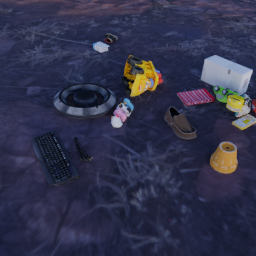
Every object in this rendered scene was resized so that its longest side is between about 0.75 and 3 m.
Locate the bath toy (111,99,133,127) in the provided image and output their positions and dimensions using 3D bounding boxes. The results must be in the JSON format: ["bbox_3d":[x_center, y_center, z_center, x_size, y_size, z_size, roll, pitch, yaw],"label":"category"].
[{"bbox_3d":[-0.275,-0.597,10.986,0.608,0.517,1.399,14,41,17],"label":"bath toy"}]

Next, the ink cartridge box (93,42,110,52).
[{"bbox_3d":[-1.534,-4.666,16.236,0.541,0.319,0.939,-29,47,-31],"label":"ink cartridge box"}]

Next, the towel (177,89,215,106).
[{"bbox_3d":[2.967,-1.379,12.254,1.385,0.156,1.002,-10,39,-12],"label":"towel"}]

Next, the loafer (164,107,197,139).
[{"bbox_3d":[1.904,-0.215,10.412,0.635,0.617,1.739,-19,43,-23],"label":"loafer"}]

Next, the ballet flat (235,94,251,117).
[{"bbox_3d":[4.737,-0.875,11.357,0.486,0.575,1.522,32,48,4],"label":"ballet flat"}]

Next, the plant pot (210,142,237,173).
[{"bbox_3d":[3.106,0.883,8.920,0.833,0.763,0.833,0,38,0],"label":"plant pot"}]

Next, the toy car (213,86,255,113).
[{"bbox_3d":[4.380,-1.111,11.308,2.719,0.606,2.559,7,20,-28],"label":"toy car"}]

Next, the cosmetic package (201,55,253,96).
[{"bbox_3d":[4.431,-2.402,12.754,0.827,1.150,2.038,-28,45,-31],"label":"cosmetic package"}]

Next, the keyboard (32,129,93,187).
[{"bbox_3d":[-2.198,0.822,9.422,1.607,0.260,2.529,-19,43,-22],"label":"keyboard"}]

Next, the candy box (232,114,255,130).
[{"bbox_3d":[4.541,-0.236,10.835,0.959,0.127,0.490,-22,41,-26],"label":"candy box"}]

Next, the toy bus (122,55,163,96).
[{"bbox_3d":[0.772,-2.246,12.638,1.833,1.296,1.910,7,39,-17],"label":"toy bus"}]

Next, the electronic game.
[{"bbox_3d":[-1.782,-1.166,11.655,2.589,0.539,2.589,2,35,-1],"label":"electronic game"}]

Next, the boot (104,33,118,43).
[{"bbox_3d":[-1.202,-5.555,17.358,0.926,0.339,0.697,25,44,19],"label":"boot"}]
